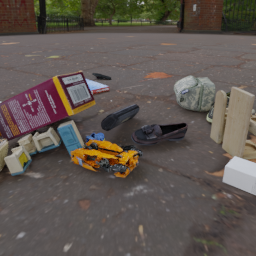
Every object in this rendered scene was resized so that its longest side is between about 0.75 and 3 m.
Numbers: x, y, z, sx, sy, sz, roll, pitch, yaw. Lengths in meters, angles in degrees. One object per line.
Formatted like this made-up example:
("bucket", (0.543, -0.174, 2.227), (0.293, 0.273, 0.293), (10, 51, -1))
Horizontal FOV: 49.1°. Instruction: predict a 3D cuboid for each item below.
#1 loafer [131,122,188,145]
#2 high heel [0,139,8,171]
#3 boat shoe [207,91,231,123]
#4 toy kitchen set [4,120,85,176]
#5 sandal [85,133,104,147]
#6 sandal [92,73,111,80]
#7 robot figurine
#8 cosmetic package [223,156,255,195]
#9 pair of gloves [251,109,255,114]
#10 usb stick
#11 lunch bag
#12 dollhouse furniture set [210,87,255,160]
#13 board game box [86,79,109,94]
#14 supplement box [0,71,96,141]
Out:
("loafer", (1.079, 0.090, 9.272), (1.995, 0.628, 0.717), (-4, 51, -24))
("high heel", (-4.294, 0.907, 7.405), (1.699, 0.851, 2.384), (6, 33, -2))
("boat shoe", (3.950, -0.921, 11.622), (0.946, 0.870, 2.648), (14, 27, 30))
("toy kitchen set", (-2.315, 0.741, 8.097), (1.771, 1.043, 1.419), (-18, 22, 9))
("sandal", (-1.095, 0.357, 9.266), (0.406, 0.445, 1.023), (7, 23, 21))
("sandal", (-1.681, -3.173, 17.574), (1.248, 0.299, 0.469), (18, 26, 8))
("robot figurine", (-0.562, 0.842, 7.975), (1.963, 0.572, 1.424), (13, 28, 28))
("cosmetic package", (3.161, 1.251, 7.078), (1.285, 0.545, 0.691), (20, 32, 39))
("pair of gloves", (5.290, -0.608, 11.686), (1.527, 0.268, 1.298), (12, 23, 22))
("usb stick", (-0.216, -0.429, 10.257), (0.747, 0.439, 2.694), (-39, -3, 22))
("lunch bag", (2.892, -1.551, 12.522), (1.589, 1.320, 1.895), (1, 25, 3))
("dollhouse furniture set", (4.196, -0.501, 9.208), (2.501, 2.038, 2.378), (-6, 24, -13))
("board game box", (-2.475, -2.373, 15.682), (1.451, 0.274, 2.818), (-18, 29, -38))
("supplement box", (-2.744, -0.706, 9.129), (2.864, 1.227, 1.580), (-19, 8, 23))
